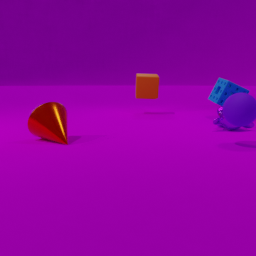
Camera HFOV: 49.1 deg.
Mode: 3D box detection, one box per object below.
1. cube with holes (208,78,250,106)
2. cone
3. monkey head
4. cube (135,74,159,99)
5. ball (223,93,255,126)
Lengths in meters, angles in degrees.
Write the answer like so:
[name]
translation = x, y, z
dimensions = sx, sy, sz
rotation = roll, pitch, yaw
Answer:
[cube with holes]
translation = 3.513, -1.158, 9.839
dimensions = 0.852, 0.852, 0.852
rotation = 22, 14, -10
[cone]
translation = -1.614, 0.084, 6.395
dimensions = 1.006, 1.006, 1.009
rotation = -8, 39, -40
[monkey head]
translation = 2.904, -0.190, 8.021
dimensions = 1.229, 0.884, 0.741
rotation = 6, 44, -9
[cube]
translation = 0.806, -1.782, 11.924
dimensions = 0.932, 0.932, 0.932
rotation = 2, 18, 0
[ball]
translation = 2.393, -0.391, 5.961
dimensions = 0.717, 0.717, 0.717
rotation = 0, 9, 0
